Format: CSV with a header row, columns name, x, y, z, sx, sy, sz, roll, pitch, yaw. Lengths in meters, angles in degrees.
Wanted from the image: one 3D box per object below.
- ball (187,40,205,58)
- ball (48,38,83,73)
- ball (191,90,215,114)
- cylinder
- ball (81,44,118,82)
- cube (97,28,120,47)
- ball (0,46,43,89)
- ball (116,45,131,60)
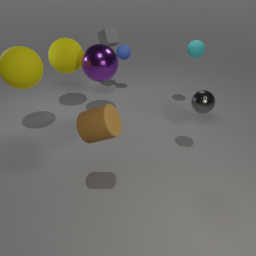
name,x,y,z,sx,sy,sz,roll,pitch,yaw
ball,2.746,-3.185,11.302,0.700,0.700,0.700,0,30,0
ball,-2.509,-2.927,11.374,1.400,1.400,1.400,0,30,0
ball,2.248,-0.778,8.373,0.700,0.700,0.700,0,30,0
cylinder,-0.595,-0.083,5.878,0.700,0.700,0.700,-14,23,24
ball,-1.063,-2.462,10.641,1.400,1.400,1.400,0,30,0
cube,-0.906,-4.228,13.143,0.700,0.700,0.700,-16,6,-35
ball,-3.551,-1.998,9.322,1.400,1.400,1.400,0,30,0
ball,-0.207,-3.594,13.312,0.700,0.700,0.700,0,30,0
